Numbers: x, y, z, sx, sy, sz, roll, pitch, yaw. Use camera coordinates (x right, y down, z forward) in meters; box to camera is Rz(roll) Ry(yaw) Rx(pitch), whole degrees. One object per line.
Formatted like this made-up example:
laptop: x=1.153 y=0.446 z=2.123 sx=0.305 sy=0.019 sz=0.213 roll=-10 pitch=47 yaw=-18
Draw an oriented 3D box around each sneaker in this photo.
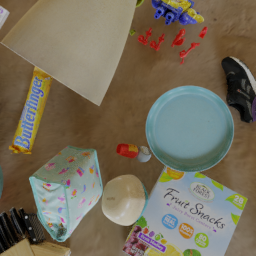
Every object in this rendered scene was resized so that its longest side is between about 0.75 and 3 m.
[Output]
sneaker: x=2.991 y=-1.053 z=7.622 sx=0.853 sy=0.738 sz=1.948 roll=-29 pitch=75 yaw=-3

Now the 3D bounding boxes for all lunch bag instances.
lunch bag: x=-1.272 y=1.441 z=6.186 sx=1.023 sy=1.677 sz=1.429 roll=8 pitch=29 yaw=22

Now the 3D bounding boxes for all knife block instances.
knife block: x=-2.497 y=3.095 z=6.302 sx=2.107 sy=0.768 sz=2.400 roll=12 pitch=74 yaw=5

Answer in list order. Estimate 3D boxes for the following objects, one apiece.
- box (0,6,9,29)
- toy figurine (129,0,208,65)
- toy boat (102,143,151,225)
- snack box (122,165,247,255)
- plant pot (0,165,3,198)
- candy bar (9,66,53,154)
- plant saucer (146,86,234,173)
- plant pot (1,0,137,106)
box: x=-3.928 y=-2.682 z=7.916 sx=0.316 sy=0.339 sz=1.634 roll=31 pitch=95 yaw=-16
toy figurine: x=1.048 y=-3.480 z=8.353 sx=2.971 sy=1.567 sz=1.780 roll=31 pitch=47 yaw=7
toy boat: x=0.066 y=1.290 z=6.536 sx=0.871 sy=1.575 sz=1.874 roll=15 pitch=75 yaw=-27
snack box: x=1.299 y=2.226 z=6.544 sx=2.015 sy=0.808 sz=2.389 roll=27 pitch=74 yaw=8
plant pot: x=-4.286 y=0.961 z=5.768 sx=2.776 sy=1.870 sz=2.776 roll=3 pitch=55 yaw=-4
candy bar: x=-2.587 y=-0.488 z=7.635 sx=0.640 sy=0.285 sz=2.569 roll=12 pitch=72 yaw=-3
plant saucer: x=1.364 y=0.024 z=6.347 sx=1.939 sy=0.266 sz=1.939 roll=1 pitch=93 yaw=19
plant pot: x=-1.036 y=-2.402 z=6.648 sx=2.628 sy=2.628 sz=2.806 roll=34 pitch=92 yaw=10
